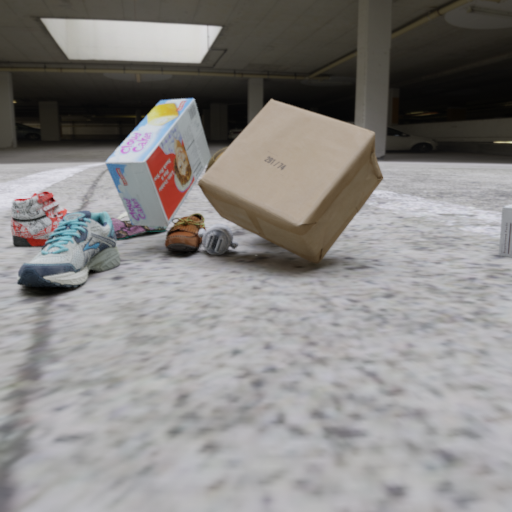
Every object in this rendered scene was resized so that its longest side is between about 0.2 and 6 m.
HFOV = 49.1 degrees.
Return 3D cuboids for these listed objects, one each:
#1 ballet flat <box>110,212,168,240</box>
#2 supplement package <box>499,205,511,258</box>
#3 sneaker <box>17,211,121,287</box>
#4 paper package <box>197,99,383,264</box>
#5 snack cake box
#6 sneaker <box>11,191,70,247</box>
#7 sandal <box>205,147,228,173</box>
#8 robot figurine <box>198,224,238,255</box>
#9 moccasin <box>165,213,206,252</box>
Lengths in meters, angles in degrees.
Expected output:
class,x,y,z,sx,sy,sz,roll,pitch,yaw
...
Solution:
class,x,y,z,sx,sy,sz,roll,pitch,yaw
ballet flat,-2.642,-0.776,12.748,0.602,0.620,1.742,10,15,33
supplement package,5.520,-0.420,10.273,1.747,0.957,0.994,9,15,39
sneaker,-2.987,-0.167,8.867,0.952,1.058,2.452,2,12,9
paper package,0.635,-1.377,9.839,2.363,2.252,1.222,28,-18,34
snack cake box,-1.850,-1.916,11.235,0.851,1.456,2.531,2,41,19
sneaker,-4.016,-0.768,11.568,2.042,1.095,0.682,-1,12,-6
sandal,0.329,-2.049,12.798,3.222,1.294,0.870,-19,50,-33
robot figurine,-0.739,-0.327,10.836,0.812,0.541,0.957,24,13,0
moccasin,-1.363,-0.513,11.214,0.708,0.748,1.937,3,12,12
